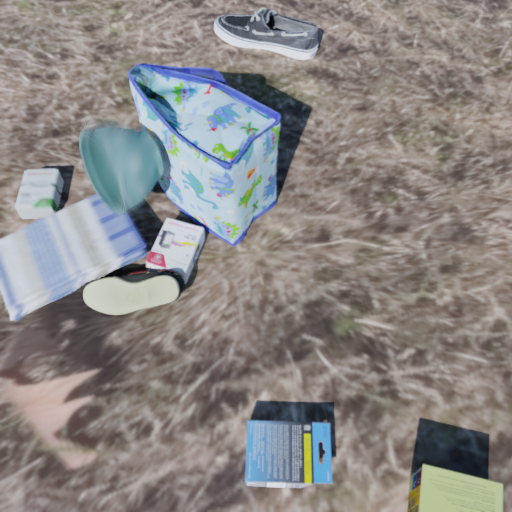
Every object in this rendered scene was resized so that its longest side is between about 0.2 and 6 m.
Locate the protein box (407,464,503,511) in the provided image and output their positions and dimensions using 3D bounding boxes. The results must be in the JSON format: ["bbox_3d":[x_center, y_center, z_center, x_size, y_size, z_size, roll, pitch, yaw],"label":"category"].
[{"bbox_3d":[2.795,3.771,7.977,1.149,0.781,1.157,12,57,8],"label":"protein box"}]

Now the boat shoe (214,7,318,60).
[{"bbox_3d":[0.237,-5.818,14.225,2.807,0.951,1.007,21,59,13],"label":"boat shoe"}]

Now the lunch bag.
[{"bbox_3d":[-1.088,-2.062,10.790,2.989,2.541,1.904,32,62,19],"label":"lunch bag"}]

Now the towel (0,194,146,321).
[{"bbox_3d":[-3.570,-0.099,10.508,2.681,0.319,1.969,-28,55,-12],"label":"towel"}]

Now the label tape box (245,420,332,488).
[{"bbox_3d":[0.491,3.071,8.666,1.297,0.410,0.935,2,57,1],"label":"label tape box"}]

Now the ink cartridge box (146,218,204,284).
[{"bbox_3d":[-1.534,-0.102,10.712,0.804,0.466,1.089,16,59,4],"label":"ink cartridge box"}]

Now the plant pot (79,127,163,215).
[{"bbox_3d":[-2.271,-1.602,9.810,1.007,1.503,1.503,-28,60,-27],"label":"plant pot"}]

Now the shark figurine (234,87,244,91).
[{"bbox_3d":[-0.643,-2.926,12.461,0.937,1.569,0.655,5,10,37],"label":"shark figurine"}]

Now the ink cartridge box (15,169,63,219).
[{"bbox_3d":[-4.446,-1.280,11.542,0.734,0.416,1.001,-1,57,0],"label":"ink cartridge box"}]

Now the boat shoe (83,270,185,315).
[{"bbox_3d":[-2.212,0.655,10.196,1.853,0.580,0.678,-7,97,10],"label":"boat shoe"}]
